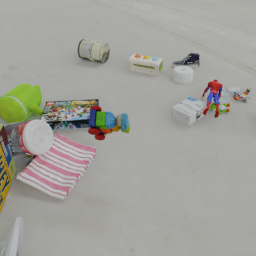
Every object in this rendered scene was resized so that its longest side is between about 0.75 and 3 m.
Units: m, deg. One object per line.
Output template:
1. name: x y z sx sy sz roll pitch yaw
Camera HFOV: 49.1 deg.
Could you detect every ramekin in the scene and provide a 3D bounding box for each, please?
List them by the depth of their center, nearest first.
1. ramekin: 3.019 -2.962 15.340 1.153 0.562 1.153 0 37 0

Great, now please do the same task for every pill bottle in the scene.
1. pill bottle: -3.792 0.385 9.909 2.155 1.193 1.193 -6 30 33

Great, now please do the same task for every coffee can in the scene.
1. coffee can: -2.099 -4.730 17.186 1.621 1.187 1.187 15 39 19

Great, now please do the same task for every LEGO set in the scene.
1. LEGO set: 5.206 -1.788 13.883 1.871 0.459 1.398 3 40 4

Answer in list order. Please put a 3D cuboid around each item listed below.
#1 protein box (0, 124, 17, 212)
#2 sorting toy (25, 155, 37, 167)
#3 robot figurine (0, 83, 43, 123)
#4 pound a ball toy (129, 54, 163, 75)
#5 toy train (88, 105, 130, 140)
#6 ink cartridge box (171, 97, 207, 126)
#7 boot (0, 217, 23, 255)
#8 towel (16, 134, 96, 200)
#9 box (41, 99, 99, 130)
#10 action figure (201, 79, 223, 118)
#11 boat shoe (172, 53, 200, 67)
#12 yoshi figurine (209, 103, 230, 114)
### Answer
1. protein box: -5.235 1.500 8.126 2.887 1.947 2.866 -2 37 -2
2. sorting toy: -3.169 1.173 10.023 1.466 0.248 0.707 11 38 14
3. robot figurine: -4.687 -1.072 12.170 1.988 1.311 2.266 11 38 15
4. pound a ball toy: 0.994 -3.920 16.344 2.141 0.909 1.396 15 39 19
5. toy train: -0.444 -0.023 8.681 1.141 1.972 0.835 1 75 10
6. ink cartridge box: 2.701 -0.751 12.343 1.352 0.566 0.981 -30 46 -34
7. boot: -3.211 3.104 7.018 0.910 0.700 1.903 1 37 -10
8. towel: -2.365 1.207 9.649 1.789 0.366 2.445 19 40 11
9. box: -2.457 -0.622 12.267 2.410 0.454 1.646 -4 37 -5
10. action figure: 3.829 -1.260 12.887 0.782 1.186 2.396 17 52 7
11. boat shoe: 3.446 -4.037 16.599 1.692 0.784 0.632 -6 37 -8
12. yoshi figurine: 4.124 -0.944 12.676 0.955 0.535 0.537 3 43 9
